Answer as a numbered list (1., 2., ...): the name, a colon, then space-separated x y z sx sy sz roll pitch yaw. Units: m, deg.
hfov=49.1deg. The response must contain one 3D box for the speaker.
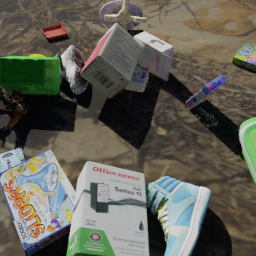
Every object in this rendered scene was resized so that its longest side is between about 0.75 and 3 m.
1. speaker: 4.424 1.010 8.782 1.261 1.261 2.850 -2 48 -2

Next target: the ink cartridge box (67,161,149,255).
1. ink cartridge box: -0.487 2.282 7.353 1.825 1.034 2.490 15 45 -17

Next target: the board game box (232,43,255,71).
1. board game box: 6.322 -3.180 13.217 2.294 0.334 1.544 28 53 23

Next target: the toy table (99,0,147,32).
1. toy table: -0.251 -5.746 14.589 2.337 2.148 1.368 -11 31 -5

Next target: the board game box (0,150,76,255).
1. board game box: -2.579 2.050 8.316 1.839 0.468 2.717 -26 53 -22

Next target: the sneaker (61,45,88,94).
1. sneaker: -2.475 -2.362 12.223 1.192 0.935 2.399 -27 59 24

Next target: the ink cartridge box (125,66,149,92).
1. ink cartridge box: 0.398 -2.156 12.161 0.867 0.504 1.190 10 50 10

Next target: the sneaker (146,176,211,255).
1. sneaker: 1.022 2.473 7.547 1.816 1.106 2.782 21 42 16

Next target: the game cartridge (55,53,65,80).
1. game cartridge: -3.040 -2.589 12.071 0.214 0.705 1.058 -4 75 -40

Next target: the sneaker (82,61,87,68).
1. sneaker: -1.653 -2.639 12.677 1.587 0.579 0.612 22 18 25

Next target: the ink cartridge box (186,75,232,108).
1. ink cartridge box: 3.023 -1.423 10.618 1.052 1.764 0.370 -33 86 -25

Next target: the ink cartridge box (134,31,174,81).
1. ink cartridge box: 1.250 -3.222 12.569 0.762 1.325 2.262 -32 55 -27

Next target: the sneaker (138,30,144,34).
1. sneaker: 0.612 -4.484 14.262 0.480 0.571 1.457 7 49 4

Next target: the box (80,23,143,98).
1. box: -0.615 -2.811 11.667 1.647 1.403 2.576 38 45 -21

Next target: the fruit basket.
1. fruit basket: -3.985 -2.329 11.865 2.526 1.822 2.526 2 3 0

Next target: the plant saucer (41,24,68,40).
1. plant saucer: -3.959 -5.169 15.124 1.146 0.210 1.144 -20 50 -18

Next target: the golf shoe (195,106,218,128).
1. golf shoe: 2.976 -0.436 10.727 0.459 0.403 1.043 -11 52 -31

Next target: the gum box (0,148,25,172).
1. gum box: -3.935 1.145 9.324 0.962 0.214 0.817 -19 50 -16

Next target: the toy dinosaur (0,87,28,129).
1. toy dinosaur: -4.381 -0.806 10.535 1.028 1.366 2.012 -55 36 10
